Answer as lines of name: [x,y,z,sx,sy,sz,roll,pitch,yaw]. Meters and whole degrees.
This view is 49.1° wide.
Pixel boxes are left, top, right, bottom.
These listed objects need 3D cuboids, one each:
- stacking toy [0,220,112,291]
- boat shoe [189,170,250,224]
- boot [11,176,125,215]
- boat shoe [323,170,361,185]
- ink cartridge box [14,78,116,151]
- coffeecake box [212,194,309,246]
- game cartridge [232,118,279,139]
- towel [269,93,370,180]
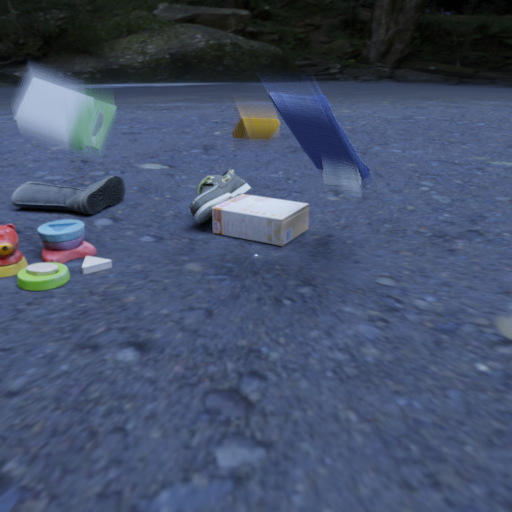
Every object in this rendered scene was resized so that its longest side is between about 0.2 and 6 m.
stacking toy: [-3.567,-0.163,9.566,1.718,0.802,1.898,18,28,39]
boat shoe: [-0.897,-1.355,12.231,0.878,0.734,2.456,-40,1,26]
boot: [-4.364,-1.462,13.188,2.019,0.732,1.835,1,19,22]
boat shoe: [1.492,-1.648,10.089,0.622,0.635,1.784,-1,17,-1]
ink cartridge box: [-3.258,-2.398,9.762,1.604,0.833,0.476,20,-9,5]
coffeecake box: [0.095,-0.759,11.360,1.589,0.580,1.220,12,24,27]
game cartridge: [-0.003,-2.032,8.942,0.646,0.105,0.570,-4,-12,-20]
towel: [0.964,-1.796,8.371,1.172,1.619,0.193,24,71,49]
